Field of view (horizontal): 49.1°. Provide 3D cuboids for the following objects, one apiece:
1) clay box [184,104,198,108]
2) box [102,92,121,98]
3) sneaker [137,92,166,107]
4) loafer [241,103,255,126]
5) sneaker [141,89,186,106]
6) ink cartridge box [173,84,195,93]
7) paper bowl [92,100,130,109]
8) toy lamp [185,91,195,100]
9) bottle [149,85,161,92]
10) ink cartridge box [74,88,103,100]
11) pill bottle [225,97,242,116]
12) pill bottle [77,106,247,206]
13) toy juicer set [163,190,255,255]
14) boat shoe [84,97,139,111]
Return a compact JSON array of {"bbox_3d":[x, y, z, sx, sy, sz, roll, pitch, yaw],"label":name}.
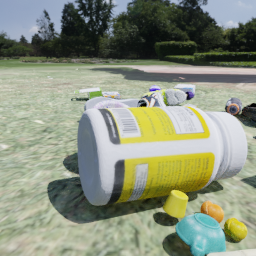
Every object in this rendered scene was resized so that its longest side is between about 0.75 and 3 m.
[{"bbox_3d":[2.227,-0.635,11.585,1.174,0.279,0.674,-25,23,-15],"label":"clay box"},{"bbox_3d":[-1.015,-1.872,16.272,0.956,0.333,1.606,-3,18,-11],"label":"box"},{"bbox_3d":[0.858,-0.886,11.459,1.044,1.032,2.630,5,17,-4],"label":"sneaker"},{"bbox_3d":[5.149,-0.662,11.137,0.885,0.775,2.465,2,16,8],"label":"loafer"},{"bbox_3d":[1.788,-1.643,14.470,2.274,0.861,1.194,-1,15,-2],"label":"sneaker"},{"bbox_3d":[3.418,-2.238,16.951,1.096,0.643,1.497,6,16,19],"label":"ink cartridge box"},{"bbox_3d":[-0.354,0.246,6.849,1.710,0.890,1.710,22,45,-24],"label":"paper bowl"},{"bbox_3d":[2.946,-1.791,15.699,1.712,0.498,0.498,-7,17,-22],"label":"toy lamp"},{"bbox_3d":[1.662,-2.313,17.391,0.705,0.551,1.688,-2,16,3],"label":"bottle"},{"bbox_3d":[-2.239,-1.873,15.838,1.521,0.576,1.124,-7,17,-8],"label":"ink cartridge box"},{"bbox_3d":[4.588,-0.913,12.177,0.687,0.687,1.293,6,16,22],"label":"pill bottle"},{"bbox_3d":[0.646,0.438,5.418,2.988,1.708,1.708,-3,16,-21],"label":"pill bottle"},{"bbox_3d":[1.234,1.573,4.012,1.150,0.492,1.807,16,10,-11],"label":"toy juicer set"},{"bbox_3d":[-0.652,-0.815,11.641,2.774,0.952,0.785,-4,9,-36],"label":"boat shoe"}]
